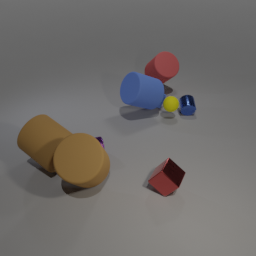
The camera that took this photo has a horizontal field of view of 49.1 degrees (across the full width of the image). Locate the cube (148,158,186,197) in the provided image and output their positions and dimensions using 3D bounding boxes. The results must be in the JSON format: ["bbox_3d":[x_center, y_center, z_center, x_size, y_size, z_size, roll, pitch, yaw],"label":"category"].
[{"bbox_3d":[1.158,1.462,8.340,0.700,0.700,0.700,42,41,-1],"label":"cube"}]

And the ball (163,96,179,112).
[{"bbox_3d":[1.895,-1.055,12.367,0.700,0.700,0.700,0,29,0],"label":"ball"}]

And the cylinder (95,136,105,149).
[{"bbox_3d":[-1.251,0.700,10.010,0.700,0.700,0.700,-11,31,-17],"label":"cylinder"}]

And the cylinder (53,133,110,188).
[{"bbox_3d":[-1.295,0.985,8.173,1.400,1.400,1.400,-1,74,4],"label":"cylinder"}]

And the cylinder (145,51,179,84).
[{"bbox_3d":[1.762,-3.113,14.762,1.400,1.400,1.400,-12,-4,-20],"label":"cylinder"}]

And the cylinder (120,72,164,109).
[{"bbox_3d":[0.603,-1.598,12.164,1.400,1.400,1.400,9,19,-38],"label":"cylinder"}]

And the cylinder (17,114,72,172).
[{"bbox_3d":[-2.581,0.488,9.106,1.400,1.400,1.400,34,40,17],"label":"cylinder"}]

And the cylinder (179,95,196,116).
[{"bbox_3d":[2.749,-1.053,12.925,0.700,0.700,0.700,0,50,0],"label":"cylinder"}]

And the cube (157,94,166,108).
[{"bbox_3d":[1.231,-1.431,13.196,0.700,0.700,0.700,12,19,-40],"label":"cube"}]
